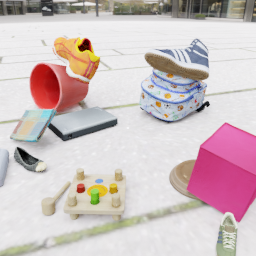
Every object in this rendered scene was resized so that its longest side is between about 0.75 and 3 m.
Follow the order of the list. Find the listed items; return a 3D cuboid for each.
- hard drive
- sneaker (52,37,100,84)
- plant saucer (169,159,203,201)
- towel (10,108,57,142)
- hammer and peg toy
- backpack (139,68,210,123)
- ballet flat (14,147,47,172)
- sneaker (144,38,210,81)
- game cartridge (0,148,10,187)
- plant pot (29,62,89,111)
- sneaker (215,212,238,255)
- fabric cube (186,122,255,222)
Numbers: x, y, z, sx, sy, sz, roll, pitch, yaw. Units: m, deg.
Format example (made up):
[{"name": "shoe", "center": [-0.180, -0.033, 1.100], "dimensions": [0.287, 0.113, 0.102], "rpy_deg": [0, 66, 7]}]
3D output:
[{"name": "hard drive", "center": [-1.440, -0.189, 8.821], "dimensions": [1.863, 0.306, 1.300], "rpy_deg": [-18, 31, -33]}, {"name": "sneaker", "center": [-1.598, -2.421, 9.036], "dimensions": [1.094, 1.156, 2.998], "rpy_deg": [20, 19, -41]}, {"name": "plant saucer", "center": [1.648, 1.093, 6.256], "dimensions": [1.447, 0.213, 1.447], "rpy_deg": [0, 25, 0]}, {"name": "towel", "center": [-2.643, -0.093, 7.686], "dimensions": [1.399, 0.152, 1.026], "rpy_deg": [2, 59, 39]}, {"name": "hammer and peg toy", "center": [-0.838, 1.242, 5.516], "dimensions": [1.590, 0.561, 1.170], "rpy_deg": [1, 25, 2]}, {"name": "backpack", "center": [1.449, -1.212, 9.473], "dimensions": [2.202, 1.696, 2.097], "rpy_deg": [25, 49, 31]}, {"name": "ballet flat", "center": [-2.402, 0.771, 6.773], "dimensions": [1.169, 0.332, 0.389], "rpy_deg": [17, 30, 32]}, {"name": "sneaker", "center": [1.538, -2.249, 8.548], "dimensions": [2.073, 1.125, 0.727], "rpy_deg": [15, -21, -10]}, {"name": "game cartridge", "center": [-3.836, 1.018, 6.222], "dimensions": [2.109, 0.438, 1.404], "rpy_deg": [-6, 22, -13]}, {"name": "plant pot", "center": [-2.412, -1.512, 10.214], "dimensions": [1.787, 1.787, 1.581], "rpy_deg": [19, 21, 34]}, {"name": "sneaker", "center": [1.619, 1.771, 4.577], "dimensions": [0.310, 0.415, 0.924], "rpy_deg": [8, 27, 17]}, {"name": "fabric cube", "center": [2.023, 0.800, 5.444], "dimensions": [1.170, 1.189, 1.193], "rpy_deg": [29, 41, 31]}]
